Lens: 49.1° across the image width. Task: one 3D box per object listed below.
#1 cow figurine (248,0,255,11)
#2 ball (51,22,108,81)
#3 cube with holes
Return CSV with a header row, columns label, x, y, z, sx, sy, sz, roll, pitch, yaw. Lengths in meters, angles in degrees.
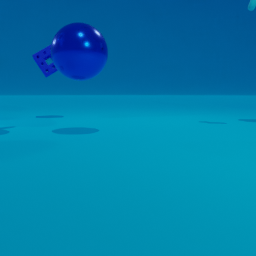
label,x,y,z,sx,sy,sz,roll,pitch,yaw
cow figurine,3.198,-3.270,6.710,0.891,0.877,0.489,21,13,12
ball,-1.002,-1.573,5.830,1.173,1.173,1.173,0,7,0
cube with holes,-2.713,-2.300,9.647,0.778,0.778,0.778,-34,14,-10
